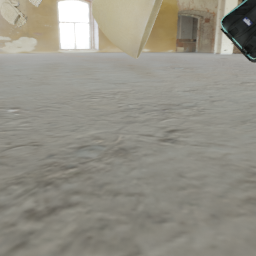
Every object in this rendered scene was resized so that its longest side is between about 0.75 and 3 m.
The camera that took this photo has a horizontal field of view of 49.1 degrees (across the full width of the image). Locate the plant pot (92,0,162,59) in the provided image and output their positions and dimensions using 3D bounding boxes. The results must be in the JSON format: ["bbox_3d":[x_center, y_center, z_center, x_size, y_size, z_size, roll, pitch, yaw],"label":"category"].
[{"bbox_3d":[-0.030,-2.409,5.549,1.168,1.740,1.740,23,20,2],"label":"plant pot"}]

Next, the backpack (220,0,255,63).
[{"bbox_3d":[3.627,-2.816,7.444,1.571,1.787,1.370,53,28,13],"label":"backpack"}]

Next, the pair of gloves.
[{"bbox_3d":[-3.059,-3.504,7.541,1.389,1.181,0.244,-34,18,29],"label":"pair of gloves"}]
